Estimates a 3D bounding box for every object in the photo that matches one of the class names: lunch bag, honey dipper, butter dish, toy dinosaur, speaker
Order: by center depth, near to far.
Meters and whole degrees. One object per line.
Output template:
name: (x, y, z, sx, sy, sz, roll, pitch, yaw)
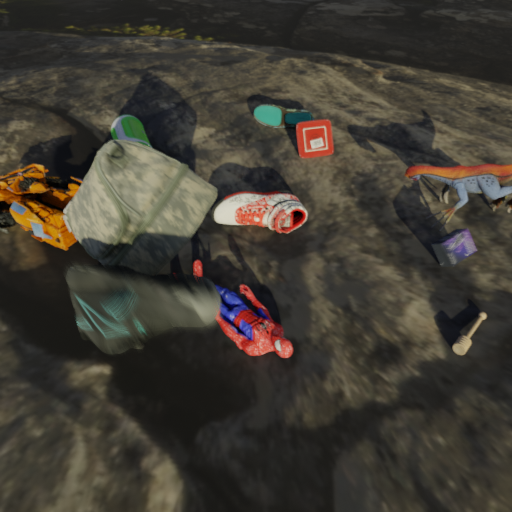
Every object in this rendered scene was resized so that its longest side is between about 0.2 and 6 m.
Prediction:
honey dipper: (3.417, 1.191, 8.904, 0.210, 0.210, 1.108, 23, 39, 29)
lunch bag: (-2.039, -0.734, 9.214, 1.886, 2.249, 1.567, 37, 54, -12)
toy dinosaur: (4.339, -1.664, 11.634, 2.210, 2.435, 1.279, 29, 16, -13)
speaker: (-3.086, -2.801, 13.902, 0.892, 0.892, 2.018, -11, 37, -15)
butter dish: (1.455, -2.989, 14.352, 0.900, 0.898, 0.665, -8, 11, -5)

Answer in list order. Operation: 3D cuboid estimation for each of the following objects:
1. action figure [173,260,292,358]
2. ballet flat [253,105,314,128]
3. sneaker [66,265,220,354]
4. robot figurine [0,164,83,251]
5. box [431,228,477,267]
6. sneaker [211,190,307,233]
action figure: (-0.378, 0.884, 9.003, 0.839, 0.662, 2.563, -27, 46, -36)
ballet flat: (0.805, -3.885, 15.798, 1.751, 0.650, 0.650, 15, 38, 17)
sneaker: (-1.560, 0.766, 7.635, 1.111, 1.168, 2.946, 1, 2, -45)
robot figurine: (-4.296, -1.123, 11.562, 2.925, 0.851, 2.121, 24, 40, 29)
box: (3.651, -0.151, 10.322, 0.655, 0.485, 0.342, -30, 9, -19)
sneaker: (0.101, -0.849, 11.371, 1.871, 0.625, 1.003, -10, 34, -19)
